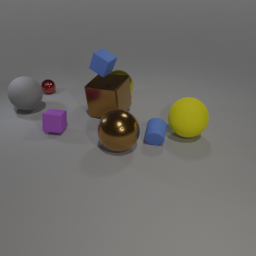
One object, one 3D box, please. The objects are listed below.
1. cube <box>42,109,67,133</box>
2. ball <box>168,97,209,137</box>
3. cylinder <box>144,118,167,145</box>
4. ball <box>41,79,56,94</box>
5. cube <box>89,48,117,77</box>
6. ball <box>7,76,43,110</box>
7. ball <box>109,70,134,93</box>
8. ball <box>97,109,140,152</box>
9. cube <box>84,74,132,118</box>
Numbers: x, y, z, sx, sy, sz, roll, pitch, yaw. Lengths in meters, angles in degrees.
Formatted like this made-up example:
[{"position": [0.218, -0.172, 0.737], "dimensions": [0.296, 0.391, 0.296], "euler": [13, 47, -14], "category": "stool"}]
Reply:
[{"position": [-2.727, -0.270, 10.443], "dimensions": [0.700, 0.700, 0.700], "euler": [6, 20, 5], "category": "cube"}, {"position": [2.112, -0.370, 9.843], "dimensions": [1.400, 1.400, 1.400], "euler": [0, 30, 0], "category": "ball"}, {"position": [0.963, 0.126, 9.717], "dimensions": [0.700, 0.700, 0.700], "euler": [7, 51, 11], "category": "cylinder"}, {"position": [-3.902, -2.034, 13.717], "dimensions": [0.700, 0.700, 0.700], "euler": [0, 30, 0], "category": "ball"}, {"position": [-0.953, -2.501, 10.704], "dimensions": [0.700, 0.700, 0.700], "euler": [34, 40, 9], "category": "cube"}, {"position": [-4.311, -1.458, 11.785], "dimensions": [1.400, 1.400, 1.400], "euler": [0, 30, 0], "category": "ball"}, {"position": [-0.446, -1.960, 12.881], "dimensions": [1.400, 1.400, 1.400], "euler": [0, 30, 0], "category": "ball"}, {"position": [-0.307, 0.086, 9.251], "dimensions": [1.400, 1.400, 1.400], "euler": [0, 30, 0], "category": "ball"}, {"position": [-0.776, -1.314, 11.537], "dimensions": [1.400, 1.400, 1.400], "euler": [9, 36, 20], "category": "cube"}]
